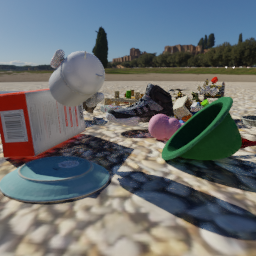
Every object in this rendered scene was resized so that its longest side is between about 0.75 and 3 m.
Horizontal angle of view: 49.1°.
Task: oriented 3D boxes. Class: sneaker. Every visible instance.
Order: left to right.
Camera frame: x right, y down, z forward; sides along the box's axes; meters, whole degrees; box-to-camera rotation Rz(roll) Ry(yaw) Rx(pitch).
[{"bbox_3d":[0.444,-0.809,9.225,2.375,1.351,0.896,-1,14,-15],"label":"sneaker"}]

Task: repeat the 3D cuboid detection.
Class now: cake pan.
[{"bbox_3d":[4.814,-0.249,10.217,1.313,0.241,1.313,0,12,0],"label":"cake pan"}]

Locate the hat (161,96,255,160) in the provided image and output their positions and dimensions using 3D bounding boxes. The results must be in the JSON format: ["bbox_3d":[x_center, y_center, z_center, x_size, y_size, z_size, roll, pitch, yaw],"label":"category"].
[{"bbox_3d":[2.205,0.573,6.227,2.256,1.986,1.869,-43,6,-2],"label":"hat"}]

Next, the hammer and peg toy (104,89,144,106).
[{"bbox_3d":[0.066,-1.593,14.971,2.608,0.920,1.919,9,15,37],"label":"hammer and peg toy"}]

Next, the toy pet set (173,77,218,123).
[{"bbox_3d":[2.364,-0.567,9.449,1.712,0.974,1.833,-19,32,51],"label":"toy pet set"}]

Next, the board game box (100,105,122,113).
[{"bbox_3d":[-0.792,-0.894,13.197,0.682,0.297,0.925,-9,15,-34],"label":"board game box"}]

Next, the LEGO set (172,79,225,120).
[{"bbox_3d":[2.780,-1.173,11.285,2.771,1.606,2.131,7,14,30],"label":"LEGO set"}]

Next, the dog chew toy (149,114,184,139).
[{"bbox_3d":[1.193,0.013,7.979,1.161,0.723,0.723,12,16,23],"label":"dog chew toy"}]

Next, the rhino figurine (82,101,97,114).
[{"bbox_3d":[-2.054,-0.831,11.235,0.660,0.966,2.209,12,17,41],"label":"rhino figurine"}]

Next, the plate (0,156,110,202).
[{"bbox_3d":[-1.307,0.815,5.131,1.942,0.248,1.942,-1,12,0],"label":"plate"}]

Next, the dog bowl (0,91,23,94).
[{"bbox_3d":[-4.665,-0.888,11.280,2.674,1.053,2.674,0,12,0],"label":"dog bowl"}]

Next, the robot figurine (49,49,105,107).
[{"bbox_3d":[-1.124,-1.054,6.113,1.664,1.411,0.940,-23,27,52],"label":"robot figurine"}]

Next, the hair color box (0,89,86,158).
[{"bbox_3d":[-2.133,-0.309,7.432,0.884,1.465,2.885,-3,10,16],"label":"hair color box"}]
